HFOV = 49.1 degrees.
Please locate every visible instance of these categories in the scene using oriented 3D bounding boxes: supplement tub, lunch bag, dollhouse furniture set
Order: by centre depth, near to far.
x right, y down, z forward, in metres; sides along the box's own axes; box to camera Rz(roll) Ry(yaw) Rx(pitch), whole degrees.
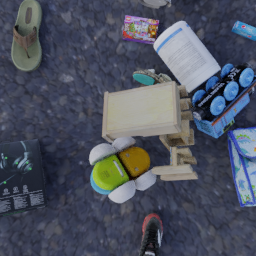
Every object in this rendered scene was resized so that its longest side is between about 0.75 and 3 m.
[{"bbox_3d":[0.787,0.024,8.328,1.970,2.966,2.599,-8,66,21],"label":"dollhouse furniture set"},{"bbox_3d":[4.721,1.161,9.384,2.221,1.665,2.612,-7,69,1],"label":"lunch bag"},{"bbox_3d":[2.018,-2.451,9.700,1.393,1.393,2.111,-36,87,-3],"label":"supplement tub"}]

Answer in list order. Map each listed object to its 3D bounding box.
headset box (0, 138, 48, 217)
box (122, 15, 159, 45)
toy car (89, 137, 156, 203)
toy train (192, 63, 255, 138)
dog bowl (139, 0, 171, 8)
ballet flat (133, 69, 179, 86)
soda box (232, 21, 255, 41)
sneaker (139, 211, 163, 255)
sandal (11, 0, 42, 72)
[{"bbox_3d":[-3.896,1.555,9.221,2.123,1.131,2.438,-9,86,-20],"label":"headset box"},{"bbox_3d":[0.457,-3.619,10.348,1.254,0.245,0.858,9,84,1],"label":"box"},{"bbox_3d":[-0.319,1.437,9.208,2.156,1.617,1.887,-21,72,-40],"label":"toy car"},{"bbox_3d":[3.312,-1.000,9.552,2.711,1.175,1.549,-42,129,-12],"label":"toy train"},{"bbox_3d":[0.983,-4.609,9.946,1.170,1.170,0.343,9,98,1],"label":"dog bowl"},{"bbox_3d":[1.039,-1.745,10.118,1.747,0.593,0.658,24,63,-3],"label":"ballet flat"},{"bbox_3d":[4.354,-3.579,10.310,0.956,0.324,0.307,23,86,2],"label":"soda box"},{"bbox_3d":[0.785,3.881,9.430,0.710,0.982,2.009,9,84,3],"label":"sneaker"},{"bbox_3d":[-3.709,-3.376,10.062,1.092,0.785,2.751,0,86,0],"label":"sandal"}]
